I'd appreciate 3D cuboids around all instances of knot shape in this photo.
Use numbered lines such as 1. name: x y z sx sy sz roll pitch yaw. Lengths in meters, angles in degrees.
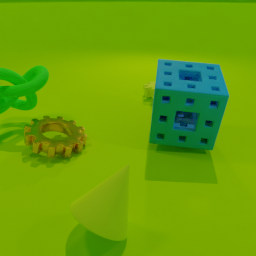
1. knot shape: -2.847 -0.882 6.694 1.791 0.828 1.676 -31 -6 34

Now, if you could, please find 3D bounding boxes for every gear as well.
1. gear: -1.638 0.169 6.375 1.359 0.251 1.359 12 29 -7
2. gear: 1.401 -1.352 9.386 1.738 0.321 1.738 -7 20 2

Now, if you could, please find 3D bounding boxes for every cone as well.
1. cone: -0.201 0.928 4.045 0.933 0.937 0.933 28 3 -2

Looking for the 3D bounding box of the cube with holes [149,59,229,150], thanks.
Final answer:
1. cube with holes: 1.265 -0.547 6.243 1.389 1.389 1.389 6 38 4
